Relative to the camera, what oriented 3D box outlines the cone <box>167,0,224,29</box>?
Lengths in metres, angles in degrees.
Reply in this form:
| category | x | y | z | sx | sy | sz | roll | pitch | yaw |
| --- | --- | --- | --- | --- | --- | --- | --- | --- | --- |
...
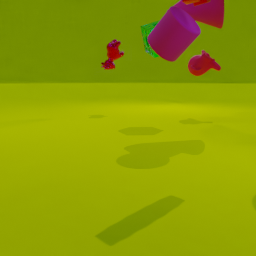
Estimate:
| category | x | y | z | sx | sy | sz | roll | pitch | yaw |
| --- | --- | --- | --- | --- | --- | --- | --- | --- | --- |
| cone | 1.627 | -3.054 | 7.022 | 1.296 | 1.291 | 1.291 | -6 | 9 | 11 |

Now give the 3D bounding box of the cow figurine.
| category | x | y | z | sx | sy | sz | roll | pitch | yaw |
| --- | --- | --- | --- | --- | --- | --- | --- | --- | --- |
| cow figurine | -0.696 | -2.950 | 11.424 | 1.074 | 1.091 | 0.599 | -38 | 49 | -18 |

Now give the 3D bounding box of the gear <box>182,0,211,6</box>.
| category | x | y | z | sx | sy | sz | roll | pitch | yaw |
| --- | --- | --- | --- | --- | --- | --- | --- | --- | --- |
| gear | 0.898 | -2.288 | 3.790 | 0.212 | 1.145 | 1.145 | 4 | 10 | 44 |

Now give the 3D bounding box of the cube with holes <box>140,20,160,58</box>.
| category | x | y | z | sx | sy | sz | roll | pitch | yaw |
| --- | --- | --- | --- | --- | --- | --- | --- | --- | --- |
| cube with holes | 0.968 | -2.753 | 8.558 | 0.822 | 0.822 | 0.822 | -20 | 32 | -8 |

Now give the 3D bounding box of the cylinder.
| category | x | y | z | sx | sy | sz | roll | pitch | yaw |
| --- | --- | --- | --- | --- | --- | --- | --- | --- | --- |
| cylinder | 1.037 | -2.124 | 6.372 | 0.874 | 0.874 | 0.874 | -10 | -27 | -45 |

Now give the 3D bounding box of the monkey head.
| category | x | y | z | sx | sy | sz | roll | pitch | yaw |
| --- | --- | --- | --- | --- | --- | --- | --- | --- | --- |
| monkey head | 2.688 | -2.180 | 9.997 | 1.057 | 0.886 | 1.470 | 44 | 18 | 10 |
